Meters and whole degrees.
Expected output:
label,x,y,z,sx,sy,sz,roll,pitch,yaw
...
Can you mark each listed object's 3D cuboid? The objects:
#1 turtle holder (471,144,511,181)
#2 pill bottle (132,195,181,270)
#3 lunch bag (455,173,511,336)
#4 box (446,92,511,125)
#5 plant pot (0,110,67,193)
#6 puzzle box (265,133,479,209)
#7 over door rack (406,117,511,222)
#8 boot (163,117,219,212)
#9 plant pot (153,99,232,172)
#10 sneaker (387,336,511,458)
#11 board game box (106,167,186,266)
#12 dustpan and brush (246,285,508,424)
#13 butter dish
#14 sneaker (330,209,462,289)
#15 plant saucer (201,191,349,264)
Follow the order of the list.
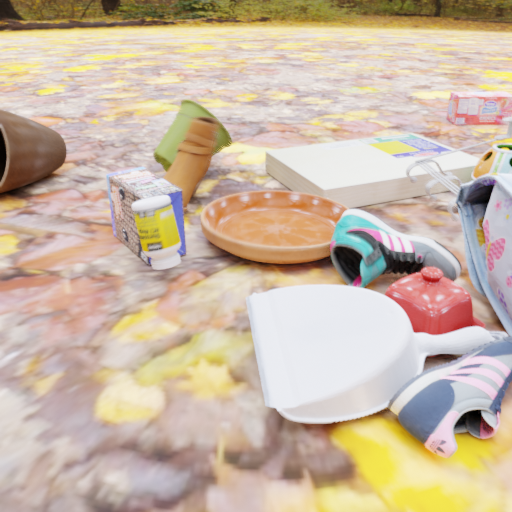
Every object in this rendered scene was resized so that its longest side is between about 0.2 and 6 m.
label,x,y,z,sx,sy,sz,roll,pitch,yaw
turtle holder,4.995,-1.553,10.830,1.531,1.087,1.163,13,29,24
pill bottle,-1.400,-0.330,8.037,0.556,0.988,0.556,-11,15,3
lunch bag,4.283,-0.019,6.930,2.671,2.002,3.149,-4,37,-5
box,6.639,-4.397,16.637,1.686,0.865,0.798,-1,27,-1
plant pot,-5.000,-2.191,11.717,1.784,1.784,1.909,14,15,25
puzzle box,2.562,-1.915,12.158,4.061,0.516,2.702,-11,29,-20
over door rack,4.152,-1.512,10.185,2.275,0.758,1.680,-25,37,-1
boot,-1.244,-1.722,10.327,0.781,1.581,2.036,27,24,7
plant pot,-1.458,-2.353,11.938,1.393,1.393,1.323,26,73,41
sneaker,2.252,1.433,5.688,1.914,0.672,0.785,-17,50,-27
board game box,-1.786,-0.680,9.072,0.685,1.129,1.416,-18,31,-31
dustpan and brush,1.456,0.978,6.315,2.889,0.827,2.016,-12,32,0
butter dish,2.139,0.546,6.989,1.165,0.861,1.162,-17,33,-31
sneaker,1.839,0.113,7.904,1.891,0.791,1.142,26,51,19
plant saucer,0.384,-0.500,9.443,2.625,0.424,2.625,2,25,-1
